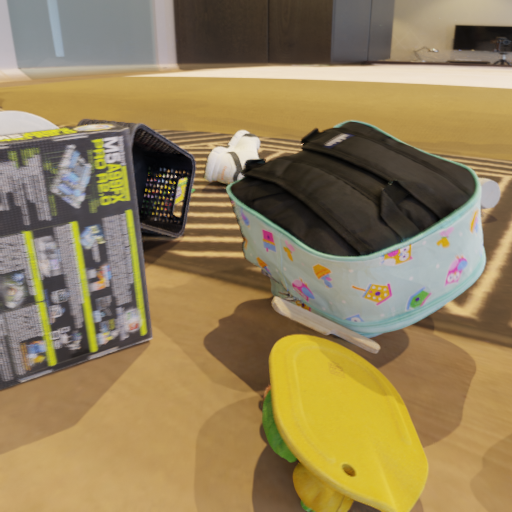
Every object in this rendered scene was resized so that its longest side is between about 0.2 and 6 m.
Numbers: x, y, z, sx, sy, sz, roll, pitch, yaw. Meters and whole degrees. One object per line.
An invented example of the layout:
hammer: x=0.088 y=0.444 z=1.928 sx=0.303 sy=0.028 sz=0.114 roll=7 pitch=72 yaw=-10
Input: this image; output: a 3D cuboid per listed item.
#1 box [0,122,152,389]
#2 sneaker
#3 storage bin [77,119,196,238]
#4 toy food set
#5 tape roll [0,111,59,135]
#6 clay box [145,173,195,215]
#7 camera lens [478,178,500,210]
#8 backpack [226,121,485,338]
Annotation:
box: x=-2.556 y=-0.009 z=6.769 sx=2.316 sy=2.892 sz=0.640 roll=-17 pitch=26 yaw=-31
sneaker: x=-0.358 y=-2.517 z=15.061 sx=1.199 sy=1.105 sz=2.997 roll=19 pitch=32 yaw=9
storage bin: x=-2.243 y=-1.357 z=10.375 sx=1.177 sy=1.697 sz=2.510 roll=9 pitch=-3 yaw=19
toy food set: x=0.706 y=1.657 z=5.753 sx=1.569 sy=0.871 sz=2.667 roll=22 pitch=23 yaw=-11
tape roll: x=-3.571 y=-1.067 z=8.166 sx=1.832 sy=1.832 sz=1.258 roll=-18 pitch=10 yaw=-36
clay box: x=-2.417 y=-1.501 z=13.109 sx=1.234 sy=0.511 sz=2.147 roll=9 pitch=26 yaw=18
camera lens: x=4.879 y=-1.388 z=12.454 sx=0.676 sy=0.676 sz=0.845 roll=-9 pitch=12 yaw=-19
backpack: x=1.451 y=-0.298 z=7.743 sx=2.799 sy=2.441 sz=3.184 roll=-27 pitch=29 yaw=-20
